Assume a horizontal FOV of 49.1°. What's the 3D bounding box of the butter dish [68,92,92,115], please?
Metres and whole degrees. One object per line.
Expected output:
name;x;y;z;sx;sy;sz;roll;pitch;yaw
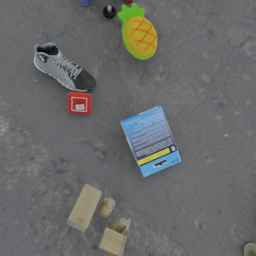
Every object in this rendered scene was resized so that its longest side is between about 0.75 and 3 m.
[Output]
butter dish;-1.568;-0.888;9.197;0.768;0.568;0.766;4;120;-6

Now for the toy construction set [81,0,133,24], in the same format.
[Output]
toy construction set;-0.622;-5.267;9.390;2.035;1.875;2.441;21;79;4

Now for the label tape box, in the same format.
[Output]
label tape box;0.707;0.410;8.824;1.330;0.613;1.856;-23;100;-5

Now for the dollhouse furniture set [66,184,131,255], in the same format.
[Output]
dollhouse furniture set;-0.955;2.854;7.978;1.624;1.323;1.545;28;39;-5

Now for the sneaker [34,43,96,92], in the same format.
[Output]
sneaker;-2.053;-1.976;8.923;2.223;1.284;0.834;25;70;-1

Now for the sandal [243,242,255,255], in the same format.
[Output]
sandal;3.846;4.042;8.254;0.533;0.383;1.341;-17;79;-3

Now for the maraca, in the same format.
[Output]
maraca;0.321;-3.148;9.151;1.272;0.992;1.855;-24;97;-31
